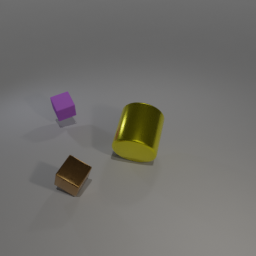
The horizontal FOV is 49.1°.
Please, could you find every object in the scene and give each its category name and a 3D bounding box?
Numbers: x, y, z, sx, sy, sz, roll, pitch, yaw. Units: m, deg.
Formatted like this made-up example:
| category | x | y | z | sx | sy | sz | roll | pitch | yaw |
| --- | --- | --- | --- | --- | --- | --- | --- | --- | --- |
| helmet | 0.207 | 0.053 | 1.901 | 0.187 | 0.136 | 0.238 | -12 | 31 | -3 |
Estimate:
| category | x | y | z | sx | sy | sz | roll | pitch | yaw |
| --- | --- | --- | --- | --- | --- | --- | --- | --- | --- |
| cube | -2.413 | -0.808 | 10.476 | 0.700 | 0.700 | 0.700 | -22 | 64 | -17 |
| cylinder | 0.335 | 0.152 | 8.760 | 1.400 | 1.400 | 1.400 | 8 | 60 | 14 |
| cube | -1.490 | 1.293 | 7.566 | 0.700 | 0.700 | 0.700 | 29 | 54 | 2 |
